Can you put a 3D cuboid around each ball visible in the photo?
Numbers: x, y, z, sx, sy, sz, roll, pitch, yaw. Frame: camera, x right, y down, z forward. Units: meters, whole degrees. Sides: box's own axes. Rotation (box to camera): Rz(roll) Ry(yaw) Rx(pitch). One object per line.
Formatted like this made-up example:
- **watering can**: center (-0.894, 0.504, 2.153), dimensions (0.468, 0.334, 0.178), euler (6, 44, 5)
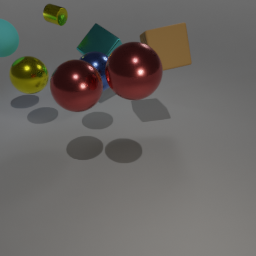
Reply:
- **ball**: center (-3.686, -1.972, 10.477), dimensions (1.400, 1.400, 1.400), euler (0, 32, 0)
- **ball**: center (-4.860, -3.393, 10.574), dimensions (1.400, 1.400, 1.400), euler (0, 32, 0)
- **ball**: center (-1.377, -1.127, 7.542), dimensions (1.400, 1.400, 1.400), euler (0, 32, 0)
- **ball**: center (0.143, -1.374, 6.827), dimensions (1.400, 1.400, 1.400), euler (0, 32, 0)
- **ball**: center (-1.122, -1.940, 9.732), dimensions (1.400, 1.400, 1.400), euler (0, 32, 0)

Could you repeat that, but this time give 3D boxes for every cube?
- **cube**: center (-1.125, -3.411, 12.346), dimensions (1.400, 1.400, 1.400), euler (38, 0, 16)
- **cube**: center (1.307, -2.832, 10.029), dimensions (1.400, 1.400, 1.400), euler (-13, 14, -3)

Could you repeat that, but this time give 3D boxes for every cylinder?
- **cylinder**: center (-2.893, -4.523, 11.191), dimensions (0.700, 0.700, 0.700), euler (23, 37, 17)
